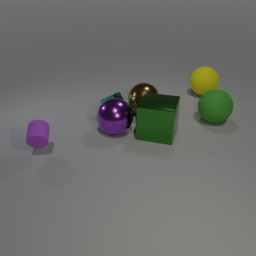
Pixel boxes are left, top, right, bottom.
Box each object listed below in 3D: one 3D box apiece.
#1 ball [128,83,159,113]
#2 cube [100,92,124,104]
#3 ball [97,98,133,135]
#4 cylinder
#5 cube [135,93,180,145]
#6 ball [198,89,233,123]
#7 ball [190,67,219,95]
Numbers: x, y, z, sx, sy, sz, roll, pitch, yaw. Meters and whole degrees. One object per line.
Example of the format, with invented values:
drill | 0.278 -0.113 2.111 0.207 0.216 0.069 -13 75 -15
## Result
ball | 0.688 -1.264 12.216 1.400 1.400 1.400 0 29 0
cube | -0.620 -1.053 11.976 0.700 0.700 0.700 -24 5 31
ball | -0.495 -0.439 10.688 1.400 1.400 1.400 0 29 0
cylinder | -2.977 0.199 9.277 0.700 0.700 0.700 -4 50 -6
cube | 1.139 -0.393 10.608 1.400 1.400 1.400 8 30 15
ball | 3.588 -0.893 11.521 1.400 1.400 1.400 0 29 0
ball | 3.836 -2.358 14.070 1.400 1.400 1.400 0 29 0
